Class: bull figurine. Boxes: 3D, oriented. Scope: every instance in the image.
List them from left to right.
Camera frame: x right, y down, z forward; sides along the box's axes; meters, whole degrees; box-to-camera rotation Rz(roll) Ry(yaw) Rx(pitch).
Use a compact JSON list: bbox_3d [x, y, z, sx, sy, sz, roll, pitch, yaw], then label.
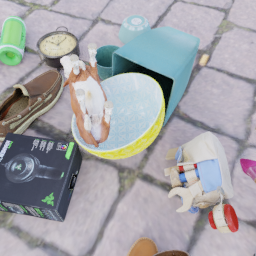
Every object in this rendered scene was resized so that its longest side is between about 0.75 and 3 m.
[{"bbox_3d":[-1.066,-0.966,7.111,0.942,1.756,2.893,-15,66,-15],"label":"bull figurine"}]

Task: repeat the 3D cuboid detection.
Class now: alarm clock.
[{"bbox_3d":[-2.500,-3.002,10.265,1.473,0.727,2.183,-1,58,0],"label":"alarm clock"}]

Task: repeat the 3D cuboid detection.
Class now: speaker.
[{"bbox_3d":[-4.263,-3.257,10.370,0.872,0.872,1.972,-6,56,-4],"label":"speaker"}]

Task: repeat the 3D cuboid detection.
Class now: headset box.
[{"bbox_3d":[-2.334,1.262,7.240,2.125,0.986,1.850,9,57,6],"label":"headset box"}]

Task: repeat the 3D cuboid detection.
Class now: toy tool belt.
[{"bbox_3d":[1.710,1.417,7.029,1.584,1.610,2.578,-22,46,28],"label":"toy tool belt"}]

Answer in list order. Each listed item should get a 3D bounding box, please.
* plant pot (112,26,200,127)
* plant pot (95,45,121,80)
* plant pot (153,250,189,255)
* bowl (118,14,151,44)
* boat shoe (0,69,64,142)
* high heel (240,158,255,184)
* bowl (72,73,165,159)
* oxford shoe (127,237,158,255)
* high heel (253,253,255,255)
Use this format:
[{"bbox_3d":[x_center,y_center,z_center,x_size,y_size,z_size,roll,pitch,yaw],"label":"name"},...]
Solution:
[{"bbox_3d":[1.067,-1.896,8.900,1.953,1.954,2.765,28,53,18],"label":"plant pot"},{"bbox_3d":[-0.611,-2.124,9.570,1.116,0.896,1.116,0,56,0],"label":"plant pot"},{"bbox_3d":[0.936,3.187,5.893,0.899,0.899,0.890,-11,88,-7],"label":"plant pot"},{"bbox_3d":[0.288,-3.867,10.857,1.357,0.710,1.357,-1,56,1],"label":"bowl"},{"bbox_3d":[-3.030,-0.912,8.622,1.105,1.107,2.992,22,59,14],"label":"boat shoe"},{"bbox_3d":[3.372,1.029,6.533,1.524,0.514,0.732,15,30,-20],"label":"high heel"},{"bbox_3d":[-0.083,-0.115,7.749,2.586,1.392,2.586,-14,50,17],"label":"bowl"},{"bbox_3d":[0.146,3.481,5.834,0.887,0.887,2.488,13,55,11],"label":"oxford shoe"},{"bbox_3d":[3.658,2.578,6.560,1.133,0.568,1.589,13,73,16],"label":"high heel"}]
